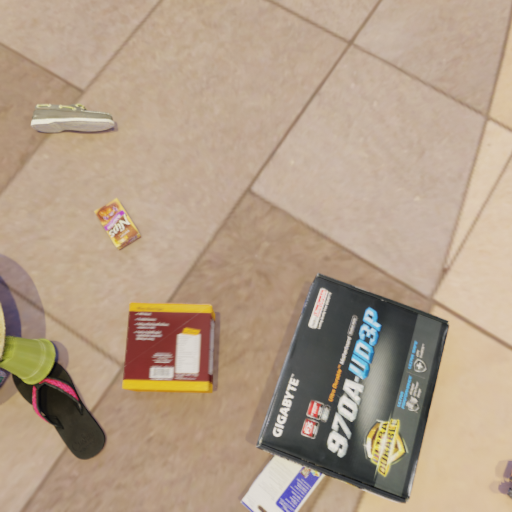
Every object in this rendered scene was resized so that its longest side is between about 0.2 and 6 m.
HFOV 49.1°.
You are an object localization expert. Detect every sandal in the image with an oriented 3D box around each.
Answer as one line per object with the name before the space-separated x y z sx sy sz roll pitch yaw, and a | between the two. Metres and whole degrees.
sandal | -3.691 2.765 10.445 0.880 0.528 2.344 -42 78 -10

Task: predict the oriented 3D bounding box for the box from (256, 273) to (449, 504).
box | 1.804 2.329 10.225 2.685 0.777 3.378 21 68 3

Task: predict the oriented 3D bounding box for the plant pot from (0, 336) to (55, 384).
plant pot | -4.276 1.817 10.151 0.867 0.824 0.867 -11 63 22

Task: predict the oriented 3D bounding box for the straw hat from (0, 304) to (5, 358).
straw hat | -5.953 1.129 10.353 3.590 1.519 3.590 0 93 1

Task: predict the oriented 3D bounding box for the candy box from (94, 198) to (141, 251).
candy box | -2.855 -0.654 11.566 0.554 0.268 0.950 -33 78 -9

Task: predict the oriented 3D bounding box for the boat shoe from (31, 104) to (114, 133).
boat shoe | -3.937 -3.002 12.041 1.787 0.639 0.534 0 79 4

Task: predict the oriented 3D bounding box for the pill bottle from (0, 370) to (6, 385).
pill bottle | -5.201 2.559 10.490 0.568 0.568 1.005 24 76 7

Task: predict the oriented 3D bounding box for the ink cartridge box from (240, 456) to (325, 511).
ink cartridge box | 0.633 3.998 10.190 0.921 0.363 1.853 40 76 10

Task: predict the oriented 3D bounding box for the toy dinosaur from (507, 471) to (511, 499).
toy dinosaur | 5.888 4.896 9.377 3.417 1.745 2.319 18 57 27

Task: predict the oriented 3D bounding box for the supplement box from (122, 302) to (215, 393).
supplement box | -1.584 1.735 10.474 1.540 1.037 1.561 1 74 0
